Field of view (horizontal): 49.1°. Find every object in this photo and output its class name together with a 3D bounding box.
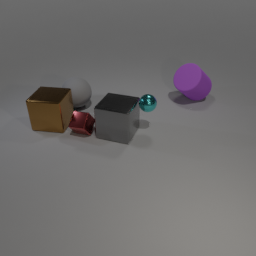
[{"bbox_3d":[3.096,-2.176,13.392,1.400,1.400,1.400,30,5,39],"label":"cylinder"},{"bbox_3d":[-3.178,-0.786,11.662,1.400,1.400,1.400,5,33,8],"label":"cube"},{"bbox_3d":[0.762,-0.955,10.763,0.700,0.700,0.700,0,32,0],"label":"ball"},{"bbox_3d":[-0.396,-0.408,11.077,1.400,1.400,1.400,10,34,16],"label":"cube"},{"bbox_3d":[-1.815,-0.189,11.095,0.700,0.700,0.700,7,70,21],"label":"cube"},{"bbox_3d":[-2.378,-1.651,12.918,1.400,1.400,1.400,0,32,0],"label":"ball"}]
